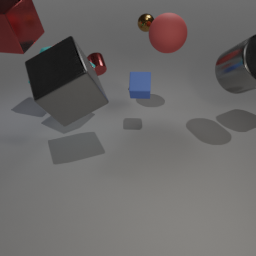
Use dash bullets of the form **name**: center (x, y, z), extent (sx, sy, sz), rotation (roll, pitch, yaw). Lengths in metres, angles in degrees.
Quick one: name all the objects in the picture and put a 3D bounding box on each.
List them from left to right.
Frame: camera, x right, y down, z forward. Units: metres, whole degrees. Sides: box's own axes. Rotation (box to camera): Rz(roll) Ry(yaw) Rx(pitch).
- **cube**: center (-3.869, -3.416, 9.137), extent (1.400, 1.400, 1.400), rotation (9, 50, 19)
- **cube**: center (-2.257, -1.855, 9.621), extent (1.400, 1.400, 1.400), rotation (38, 31, 4)
- **cube**: center (-1.552, -1.158, 7.204), extent (1.400, 1.400, 1.400), rotation (-28, 58, 5)
- **cylinder**: center (-1.302, -2.645, 11.632), extent (0.700, 0.700, 0.700), rotation (-11, 68, -19)
- **cube**: center (0.417, -1.445, 9.529), extent (0.700, 0.700, 0.700), rotation (1, 75, 4)
- **ball**: center (0.730, -4.239, 11.289), extent (0.700, 0.700, 0.700), rotation (0, 30, 0)
- **ball**: center (1.454, -3.446, 10.215), extent (1.400, 1.400, 1.400), rotation (0, 30, 0)
- **cylinder**: center (3.490, -1.796, 8.077), extent (1.400, 1.400, 1.400), rotation (-9, -2, -15)
